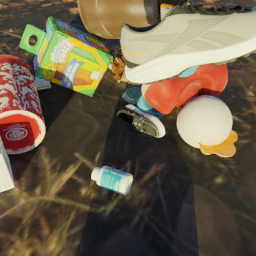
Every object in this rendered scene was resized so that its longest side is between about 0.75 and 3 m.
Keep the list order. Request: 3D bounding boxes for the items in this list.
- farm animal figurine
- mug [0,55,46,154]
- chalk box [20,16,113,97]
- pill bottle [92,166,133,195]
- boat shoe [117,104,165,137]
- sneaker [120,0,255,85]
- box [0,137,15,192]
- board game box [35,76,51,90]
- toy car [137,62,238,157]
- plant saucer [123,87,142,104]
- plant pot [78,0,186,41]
[{"bbox_3d":[-0.102,-2.279,10.306,1.850,1.152,2.291,-37,25,-13],"label":"farm animal figurine"},{"bbox_3d":[-3.425,-0.471,7.705,2.309,1.736,2.602,-38,47,5],"label":"mug"},{"bbox_3d":[-2.105,-2.413,9.115,2.577,1.608,1.597,16,27,-32],"label":"chalk box"},{"bbox_3d":[-0.367,1.135,6.245,0.863,0.478,0.478,15,40,19],"label":"pill bottle"},{"bbox_3d":[0.336,-0.148,7.916,0.489,0.593,1.727,-29,39,-24],"label":"boat shoe"},{"bbox_3d":[1.000,-1.333,3.791,2.410,0.956,0.891,-15,21,14],"label":"sneaker"},{"bbox_3d":[-3.086,0.751,6.264,0.702,1.069,1.075,-17,40,-21],"label":"box"},{"bbox_3d":[-3.582,-1.561,9.860,1.590,0.275,1.004,-13,31,-16],"label":"board game box"},{"bbox_3d":[2.010,-0.547,7.422,2.546,2.653,2.879,-22,71,-26],"label":"toy car"},{"bbox_3d":[0.339,-1.141,9.523,1.040,0.143,1.040,0,37,0],"label":"plant saucer"},{"bbox_3d":[0.306,-4.043,8.873,2.691,2.718,2.718,19,41,34],"label":"plant pot"}]
